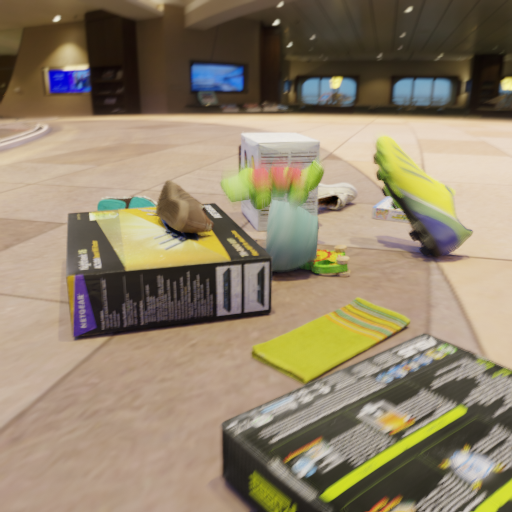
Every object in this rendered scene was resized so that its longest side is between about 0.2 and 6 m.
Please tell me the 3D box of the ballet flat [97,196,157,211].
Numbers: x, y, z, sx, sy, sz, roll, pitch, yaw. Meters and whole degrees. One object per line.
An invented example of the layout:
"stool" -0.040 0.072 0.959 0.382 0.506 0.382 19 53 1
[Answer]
"ballet flat" -3.106 -1.155 14.183 2.065 0.741 0.741 11 21 30

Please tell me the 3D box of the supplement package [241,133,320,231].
"supplement package" 0.538 -1.931 14.101 1.558 2.118 2.026 -4 18 -13

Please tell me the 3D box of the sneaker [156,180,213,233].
"sneaker" -1.294 -0.800 9.974 0.699 0.652 1.851 20 16 -26

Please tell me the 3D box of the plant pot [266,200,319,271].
"plant pot" 0.714 -0.353 10.533 0.896 1.337 1.337 4 19 8

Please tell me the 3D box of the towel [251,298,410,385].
"towel" 1.115 1.126 7.936 2.395 0.216 1.031 -17 24 -41

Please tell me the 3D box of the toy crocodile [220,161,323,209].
"toy crocodile" 0.368 -1.500 11.491 2.356 0.728 0.795 -8 52 -30

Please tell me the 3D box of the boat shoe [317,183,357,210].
"boat shoe" 2.109 -1.565 15.427 2.059 0.730 0.719 1 49 -41

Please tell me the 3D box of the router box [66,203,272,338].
"router box" -1.743 0.022 9.934 3.038 1.009 3.864 -6 19 -17

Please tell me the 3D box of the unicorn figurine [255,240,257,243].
"unicorn figurine" -0.024 -0.119 11.560 0.944 0.349 0.648 -14 32 -7

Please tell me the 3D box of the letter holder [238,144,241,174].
"letter holder" 0.415 -3.022 18.525 1.991 1.415 1.001 -1 18 -5

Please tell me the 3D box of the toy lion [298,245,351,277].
"toy lion" 1.279 0.103 10.909 1.031 0.369 1.076 -6 19 6

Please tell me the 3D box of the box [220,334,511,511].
"box" 1.793 1.862 4.922 3.158 0.750 3.049 -14 25 -37

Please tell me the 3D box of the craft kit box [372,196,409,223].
"craft kit box" 4.014 -1.212 14.797 1.533 0.376 1.552 7 20 27

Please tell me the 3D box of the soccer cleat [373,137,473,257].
"soccer cleat" 3.450 -1.348 11.777 1.205 2.880 0.931 -25 -17 -1
